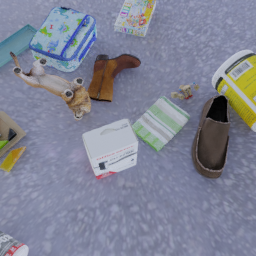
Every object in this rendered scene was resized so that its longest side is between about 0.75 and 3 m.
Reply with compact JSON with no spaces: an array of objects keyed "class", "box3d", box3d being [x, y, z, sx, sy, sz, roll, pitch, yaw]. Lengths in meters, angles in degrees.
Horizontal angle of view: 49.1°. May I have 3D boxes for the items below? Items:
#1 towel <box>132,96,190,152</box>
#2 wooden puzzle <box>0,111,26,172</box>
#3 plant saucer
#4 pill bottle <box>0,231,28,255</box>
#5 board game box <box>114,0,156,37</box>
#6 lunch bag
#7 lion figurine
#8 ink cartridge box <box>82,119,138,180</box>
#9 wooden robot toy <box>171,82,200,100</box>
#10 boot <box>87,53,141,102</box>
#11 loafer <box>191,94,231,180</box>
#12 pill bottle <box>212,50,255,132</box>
[{"class":"towel","box3d":[1.066,-0.191,9.157,1.265,0.260,1.696,39,69,19]},{"class":"wooden puzzle","box3d":[-4.184,0.254,8.920,2.294,0.268,1.548,32,67,16]},{"class":"plant saucer","box3d":[-4.495,-3.016,10.662,0.907,0.246,2.596,38,68,18]},{"class":"pill bottle","box3d":[-3.385,3.067,7.105,1.479,0.842,0.842,23,65,11]},{"class":"board game box","box3d":[0.316,-4.596,11.432,1.255,0.320,1.867,14,63,7]},{"class":"lunch bag","box3d":[-2.312,-3.337,10.428,1.918,0.984,2.387,22,65,8]},{"class":"lion figurine","box3d":[-2.264,-1.298,8.533,2.715,1.663,0.984,33,77,-10]},{"class":"ink cartridge box","box3d":[-0.461,0.641,7.837,1.303,1.806,0.756,-20,64,-10]},{"class":"wooden robot toy","box3d":[1.923,-1.287,9.739,1.089,0.480,0.494,-27,30,-13]},{"class":"boot","box3d":[-0.490,-1.752,9.779,1.720,0.626,1.827,7,63,4]},{"class":"loafer","box3d":[2.563,0.136,8.552,1.041,1.012,2.849,9,63,4]},{"class":"pill bottle","box3d":[4.147,-0.917,8.758,1.633,1.633,2.905,-28,67,-14]}]
